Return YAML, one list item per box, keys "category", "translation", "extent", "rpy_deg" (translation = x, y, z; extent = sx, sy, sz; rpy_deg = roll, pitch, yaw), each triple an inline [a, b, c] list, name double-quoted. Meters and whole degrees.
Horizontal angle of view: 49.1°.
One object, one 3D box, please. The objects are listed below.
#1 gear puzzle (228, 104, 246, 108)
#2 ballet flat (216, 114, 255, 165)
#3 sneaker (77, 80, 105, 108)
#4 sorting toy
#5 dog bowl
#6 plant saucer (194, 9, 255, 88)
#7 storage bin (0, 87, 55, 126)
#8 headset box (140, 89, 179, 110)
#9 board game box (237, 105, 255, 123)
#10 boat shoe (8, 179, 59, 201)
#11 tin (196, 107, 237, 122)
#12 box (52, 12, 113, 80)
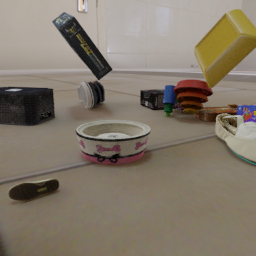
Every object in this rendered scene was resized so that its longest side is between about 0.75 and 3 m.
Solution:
- category: "gear puzzle"
  translation: [4.374, -0.711, 10.328]
  extent: [1.752, 0.229, 0.907]
  rpy_deg: [5, 2, -32]
- category: "ballet flat"
  translation: [2.638, 0.138, 6.505]
  extent: [0.821, 0.821, 2.364]
  rpy_deg: [-1, 15, -6]
- category: "sneaker"
  translation: [-1.539, -1.561, 12.364]
  extent: [1.137, 1.123, 2.863]
  rpy_deg: [-10, 15, -14]
- category: "sorting toy"
  translation: [2.077, -0.896, 10.087]
  extent: [1.619, 1.106, 2.695]
  rpy_deg: [7, -6, 8]
- category: "dog bowl"
  translation: [-0.323, 0.290, 6.253]
  extent: [1.657, 0.611, 1.657]
  rpy_deg: [1, 15, 0]
- category: "plant saucer"
  translation: [2.873, -2.585, 8.702]
  extent: [0.493, 2.037, 2.036]
  rpy_deg: [24, 38, -25]
- category: "storage bin"
  translation: [-3.830, -0.806, 9.608]
  extent: [2.274, 1.066, 1.538]
  rpy_deg: [5, 15, 14]
- category: "headset box"
  translation: [1.640, -1.283, 12.134]
  extent: [1.863, 0.699, 1.384]
  rpy_deg: [-5, 15, -20]
- category: "board game box"
  translation: [4.507, -0.307, 7.681]
  extent: [2.392, 0.536, 1.608]
  rpy_deg: [2, 3, -19]
- category: "boat shoe"
  translation: [-1.502, 0.967, 4.428]
  extent: [0.780, 0.279, 0.297]
  rpy_deg: [-1, -1, -36]
- category: "tin"
  translation: [3.287, -0.495, 9.812]
  extent: [1.866, 0.391, 1.045]
  rpy_deg: [-2, 19, -6]
- category: "box"
  translation: [-1.775, -3.142, 10.488]
  extent: [0.713, 2.205, 2.796]
  rpy_deg: [-38, 32, 0]
